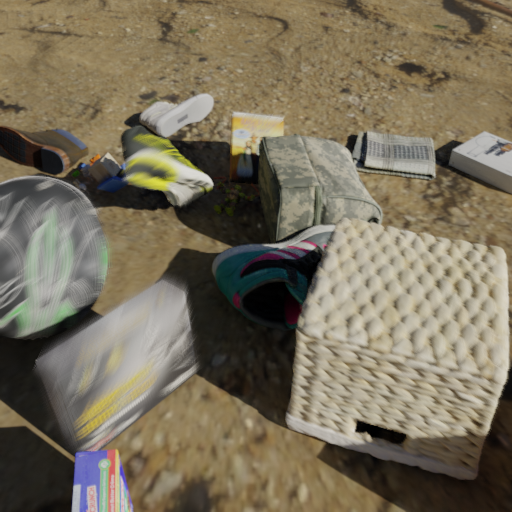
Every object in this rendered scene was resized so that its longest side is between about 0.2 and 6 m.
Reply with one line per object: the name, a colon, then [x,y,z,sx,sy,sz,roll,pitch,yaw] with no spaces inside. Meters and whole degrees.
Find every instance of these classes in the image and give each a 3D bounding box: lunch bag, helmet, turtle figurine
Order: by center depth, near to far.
helmet: [-3.731,0.065,9.343,2.655,2.655,2.531,-29,16,-30]
lunch bag: [1.291,-1.317,11.905,2.213,1.839,2.639,-6,41,-6]
turtle figurine: [-0.610,-1.371,13.082,1.198,0.386,0.966,22,55,11]

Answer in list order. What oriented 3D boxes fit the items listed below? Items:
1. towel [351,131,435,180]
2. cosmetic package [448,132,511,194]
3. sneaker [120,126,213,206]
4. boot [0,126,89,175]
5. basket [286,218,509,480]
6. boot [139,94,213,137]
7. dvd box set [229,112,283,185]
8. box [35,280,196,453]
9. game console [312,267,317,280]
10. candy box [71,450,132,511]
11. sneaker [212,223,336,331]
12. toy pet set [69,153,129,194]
towel: [3.617,-2.734,14.750,2.127,0.367,2.048,8,41,10]
cosmetic package: [6.194,-2.373,14.221,1.498,0.513,1.987,-32,49,-28]
sneaker: [-1.826,-1.946,11.920,1.045,2.806,1.187,-25,73,16]
boot: [-5.592,-2.883,14.679,2.406,0.899,1.166,27,36,15]
basket: [2.188,1.240,8.514,2.866,2.325,2.891,12,41,15]
boot: [-2.320,-4.241,16.181,1.051,0.809,2.200,34,51,25]
dvd box set: [0.022,-2.596,13.631,1.303,0.262,1.781,5,73,-11]
box: [-1.939,1.662,8.336,0.544,1.782,2.250,26,44,33]
game console: [1.504,0.489,10.380,0.838,0.953,0.555,5,43,14]
candy box: [-1.838,3.268,6.760,0.559,1.451,1.227,-6,40,-7]
sneaker: [0.816,0.402,10.267,3.038,1.270,1.834,-14,37,-6]
toy pet set: [-3.833,-1.839,13.624,1.470,0.836,1.575,-24,28,27]
